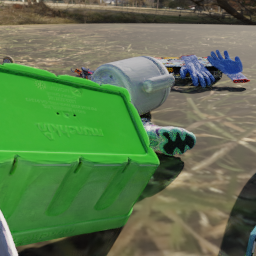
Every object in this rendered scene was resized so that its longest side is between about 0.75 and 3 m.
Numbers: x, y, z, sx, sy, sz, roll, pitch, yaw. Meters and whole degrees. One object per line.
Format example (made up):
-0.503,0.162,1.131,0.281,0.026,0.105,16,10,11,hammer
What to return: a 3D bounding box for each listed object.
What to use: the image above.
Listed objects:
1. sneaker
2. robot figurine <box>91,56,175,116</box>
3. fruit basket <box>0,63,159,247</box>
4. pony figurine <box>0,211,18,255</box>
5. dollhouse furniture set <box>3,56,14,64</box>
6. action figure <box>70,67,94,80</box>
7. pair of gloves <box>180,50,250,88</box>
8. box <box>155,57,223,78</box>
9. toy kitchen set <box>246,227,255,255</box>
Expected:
0.633,0.084,6.512,1.734,0.674,1.213,1,25,2,sneaker
0.106,-1.142,8.026,2.470,1.645,2.913,3,20,43,robot figurine
-1.526,0.567,4.051,3.187,3.187,2.298,-10,58,-21,fruit basket
-1.193,1.826,1.709,2.420,2.016,2.337,-22,64,-46,pony figurine
-4.568,-1.594,9.100,1.864,1.597,1.960,5,25,12,dollhouse furniture set
-1.806,-2.304,12.212,1.110,0.600,1.148,32,14,39,action figure
3.514,-2.547,11.771,2.951,0.336,2.372,-6,45,-8,pair of gloves
2.651,-2.860,13.129,2.973,0.593,2.036,-2,24,-3,box
0.807,1.528,3.017,1.245,0.916,1.555,21,31,38,toy kitchen set
